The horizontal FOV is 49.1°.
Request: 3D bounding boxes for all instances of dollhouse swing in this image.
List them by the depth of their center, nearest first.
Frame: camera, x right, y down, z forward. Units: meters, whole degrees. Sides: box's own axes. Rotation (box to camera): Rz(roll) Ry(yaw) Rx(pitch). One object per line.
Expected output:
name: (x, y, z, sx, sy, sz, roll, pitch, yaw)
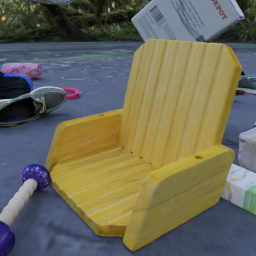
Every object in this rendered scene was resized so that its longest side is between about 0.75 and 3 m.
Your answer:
dollhouse swing: (0.083, -0.160, 4.681, 2.516, 2.433, 2.768, -15, 26, -35)

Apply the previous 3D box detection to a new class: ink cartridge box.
ink cartridge box: (1.805, 0.932, 4.684, 0.622, 0.357, 1.062, -16, 25, -36)
ink cartridge box: (1.551, -2.894, 7.399, 2.359, 1.729, 0.980, -29, 4, 37)

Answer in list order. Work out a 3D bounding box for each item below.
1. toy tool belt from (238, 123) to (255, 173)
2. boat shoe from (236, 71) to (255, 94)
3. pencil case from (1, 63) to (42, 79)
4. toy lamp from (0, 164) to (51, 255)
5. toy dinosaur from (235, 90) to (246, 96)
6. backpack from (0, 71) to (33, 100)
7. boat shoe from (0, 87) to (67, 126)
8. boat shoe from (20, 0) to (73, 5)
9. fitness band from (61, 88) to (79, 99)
toy tool belt: (3.048, 0.453, 4.675, 1.300, 1.321, 2.116, -28, 34, -36)
boat shoe: (4.890, -2.151, 12.163, 1.086, 0.922, 2.983, -13, 24, -31)
pencil case: (-5.441, -2.897, 14.359, 1.928, 0.843, 0.843, -2, 20, -1)
toy lamp: (-1.593, 1.149, 3.876, 0.561, 0.561, 1.929, 2, 20, 4)
toy dinosaur: (3.307, -1.457, 10.486, 1.923, 0.982, 1.305, -13, -5, 31)
backpack: (-3.918, -1.243, 9.265, 1.546, 1.256, 1.298, -4, 19, -9)
boat shoe: (-2.841, -0.621, 8.238, 2.398, 0.857, 0.717, -21, 28, -31)
boat shoe: (-2.615, -3.392, 6.588, 2.659, 0.978, 0.888, 8, 6, -32)
fitness band: (-2.391, -1.366, 11.119, 0.864, 0.225, 1.203, -3, 21, -15)
